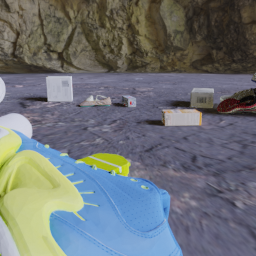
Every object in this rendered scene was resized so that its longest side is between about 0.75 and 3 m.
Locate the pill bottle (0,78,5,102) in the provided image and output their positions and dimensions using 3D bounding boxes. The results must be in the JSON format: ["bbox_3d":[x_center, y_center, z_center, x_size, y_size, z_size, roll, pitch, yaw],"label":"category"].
[{"bbox_3d":[-6.615,-1.682,12.000,2.351,1.308,1.308,4,14,19],"label":"pill bottle"}]

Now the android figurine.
[{"bbox_3d":[-0.494,0.671,4.346,1.120,0.253,1.230,11,18,40],"label":"android figurine"}]

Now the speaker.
[{"bbox_3d":[-2.456,0.239,5.077,0.751,0.751,1.850,1,13,4],"label":"speaker"}]

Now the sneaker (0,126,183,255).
[{"bbox_3d":[-0.598,0.769,2.619,1.559,1.124,2.969,6,16,-30],"label":"sneaker"}]

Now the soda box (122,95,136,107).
[{"bbox_3d":[0.029,-1.116,11.632,0.343,0.369,1.082,-3,14,-14],"label":"soda box"}]

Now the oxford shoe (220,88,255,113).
[{"bbox_3d":[4.606,-1.114,10.656,1.100,0.845,2.925,-6,13,-15],"label":"oxford shoe"}]

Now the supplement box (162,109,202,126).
[{"bbox_3d":[1.544,-0.314,8.191,1.052,0.387,0.663,-1,13,-2],"label":"supplement box"}]

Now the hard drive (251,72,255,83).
[{"bbox_3d":[5.645,-1.102,9.296,2.817,0.357,1.858,26,18,8],"label":"hard drive"}]

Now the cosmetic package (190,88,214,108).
[{"bbox_3d":[3.131,-1.292,11.791,0.912,0.644,1.762,4,13,17],"label":"cosmetic package"}]

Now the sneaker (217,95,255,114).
[{"bbox_3d":[3.791,-0.699,9.649,1.421,0.573,0.530,-5,-32,37],"label":"sneaker"}]

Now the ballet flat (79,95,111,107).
[{"bbox_3d":[-1.352,-1.117,11.472,1.326,0.446,0.452,-4,14,-14],"label":"ballet flat"}]

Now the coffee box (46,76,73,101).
[{"bbox_3d":[-3.180,-1.853,13.125,1.108,1.106,1.096,-2,14,-9],"label":"coffee box"}]
